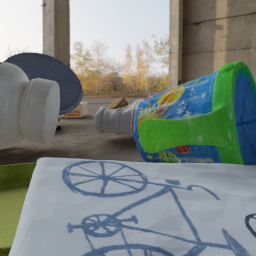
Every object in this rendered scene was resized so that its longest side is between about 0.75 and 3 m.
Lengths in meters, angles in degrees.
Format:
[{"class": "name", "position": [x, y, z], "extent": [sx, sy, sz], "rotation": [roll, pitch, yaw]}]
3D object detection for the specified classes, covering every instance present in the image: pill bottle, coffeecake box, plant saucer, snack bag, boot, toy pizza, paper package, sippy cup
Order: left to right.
[{"class": "pill bottle", "position": [-2.861, -0.479, 5.241], "extent": [2.933, 1.647, 1.647], "rotation": [7, 7, -3]}, {"class": "plant saucer", "position": [-0.888, 0.652, 2.392], "extent": [1.816, 0.282, 1.816], "rotation": [1, 7, 0]}, {"class": "toy pizza", "position": [-3.071, -1.546, 9.997], "extent": [2.961, 2.961, 0.469], "rotation": [-5, -32, -35]}, {"class": "coffeecake box", "position": [-2.586, -0.841, 12.544], "extent": [1.281, 0.610, 1.668], "rotation": [0, 7, 3]}, {"class": "paper package", "position": [-0.485, -0.936, 12.371], "extent": [0.782, 0.405, 0.746], "rotation": [-13, 30, 48]}, {"class": "boot", "position": [-0.166, -0.302, 6.817], "extent": [1.132, 0.871, 2.369], "rotation": [4, 5, 4]}, {"class": "sippy cup", "position": [0.881, 0.005, 3.636], "extent": [1.385, 1.484, 1.890], "rotation": [-8, -36, 35]}, {"class": "snack bag", "position": [0.628, 0.653, 1.547], "extent": [2.466, 0.264, 2.325], "rotation": [3, 12, -14]}]

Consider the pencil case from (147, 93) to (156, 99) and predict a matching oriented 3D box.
[{"class": "pencil case", "position": [1.857, -0.705, 9.792], "extent": [2.597, 1.135, 1.135], "rotation": [2, 8, 18]}]

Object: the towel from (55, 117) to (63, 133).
[{"class": "towel", "position": [-3.256, -0.115, 7.799], "extent": [2.289, 0.411, 2.377], "rotation": [-5, 10, -36]}]
